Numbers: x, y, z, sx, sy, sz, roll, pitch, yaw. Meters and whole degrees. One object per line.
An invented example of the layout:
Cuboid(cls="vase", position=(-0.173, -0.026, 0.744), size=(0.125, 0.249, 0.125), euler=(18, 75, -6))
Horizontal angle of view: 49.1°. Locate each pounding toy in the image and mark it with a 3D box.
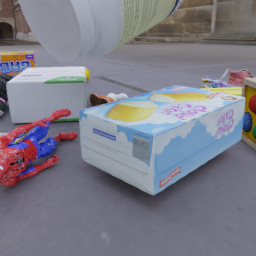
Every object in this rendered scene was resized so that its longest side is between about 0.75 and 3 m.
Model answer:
Cuboid(cls="pounding toy", position=(3.153, -0.726, 6.564), size=(1.082, 2.078, 2.365), euler=(-2, 20, -5))

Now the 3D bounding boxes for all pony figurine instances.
Cuboid(cls="pony figurine", position=(3.704, -1.830, 11.630), size=(1.243, 1.035, 1.200), euler=(14, 56, 25))

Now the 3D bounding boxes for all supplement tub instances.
Cuboid(cls="supplement tub", position=(-0.410, -2.629, 5.367), size=(2.034, 2.034, 2.805), euler=(19, 47, 42))

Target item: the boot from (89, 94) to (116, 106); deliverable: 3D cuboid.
Cuboid(cls="boot", position=(-0.876, -0.944, 9.781), size=(1.089, 0.409, 0.584), euler=(23, 23, 37))

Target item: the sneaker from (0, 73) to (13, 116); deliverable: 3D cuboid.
Cuboid(cls="sneaker", position=(-4.073, -1.162, 8.951), size=(0.825, 1.158, 2.334), euler=(40, -2, -28))

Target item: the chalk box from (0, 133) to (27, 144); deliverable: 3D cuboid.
Cuboid(cls="chalk box", position=(-2.513, 0.479, 5.407), size=(1.006, 0.626, 0.623), euler=(0, 19, 3))

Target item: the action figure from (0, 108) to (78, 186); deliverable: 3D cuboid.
Cuboid(cls="action figure", position=(-1.764, 0.319, 5.380), size=(0.753, 0.953, 2.915), euler=(-4, 17, 16))

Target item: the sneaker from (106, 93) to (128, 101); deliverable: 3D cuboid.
Cuboid(cls="sneaker", position=(-0.428, -1.027, 10.116), size=(0.961, 0.362, 0.425), euler=(8, 32, 38))

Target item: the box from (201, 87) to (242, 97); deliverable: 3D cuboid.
Cuboid(cls="box", position=(2.899, -0.880, 9.062), size=(2.725, 0.683, 1.026), euler=(-2, 20, -6))

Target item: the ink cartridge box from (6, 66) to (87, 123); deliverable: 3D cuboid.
Cuboid(cls="ink cartridge box", position=(-2.422, -1.200, 9.130), size=(2.131, 1.236, 2.942), euler=(-3, 20, -8))

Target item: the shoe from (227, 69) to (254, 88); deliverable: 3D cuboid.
Cuboid(cls="shoe", position=(5.270, -2.074, 12.172), size=(1.825, 0.830, 0.652), euler=(15, 24, 35))

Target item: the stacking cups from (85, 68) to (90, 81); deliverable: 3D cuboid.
Cuboid(cls="stacking cups", position=(-2.800, -2.347, 13.122), size=(0.710, 0.710, 2.348), euler=(13, 23, 31))

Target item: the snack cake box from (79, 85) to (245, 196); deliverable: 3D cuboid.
Cuboid(cls="snack cake box", position=(0.780, -0.020, 5.376), size=(1.720, 1.005, 2.990), euler=(17, 26, 41))

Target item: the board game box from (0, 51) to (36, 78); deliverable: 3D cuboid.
Cuboid(cls="board game box", position=(-4.820, -2.476, 12.200), size=(1.556, 1.557, 1.557), euler=(-6, 21, -15))
